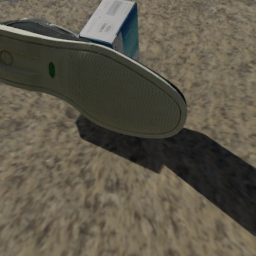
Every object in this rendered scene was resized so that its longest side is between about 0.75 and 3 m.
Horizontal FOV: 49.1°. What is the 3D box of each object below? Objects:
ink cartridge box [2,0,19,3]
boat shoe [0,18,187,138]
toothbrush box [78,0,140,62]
[{"bbox_3d":[-3.680,-4.395,7.886,2.505,1.301,0.743,-4,49,-35],"label":"ink cartridge box"},{"bbox_3d":[-0.446,-0.658,3.177,2.447,0.879,0.827,23,34,10],"label":"boat shoe"},{"bbox_3d":[-0.345,-1.809,6.595,0.800,1.876,1.374,19,62,13],"label":"toothbrush box"}]
